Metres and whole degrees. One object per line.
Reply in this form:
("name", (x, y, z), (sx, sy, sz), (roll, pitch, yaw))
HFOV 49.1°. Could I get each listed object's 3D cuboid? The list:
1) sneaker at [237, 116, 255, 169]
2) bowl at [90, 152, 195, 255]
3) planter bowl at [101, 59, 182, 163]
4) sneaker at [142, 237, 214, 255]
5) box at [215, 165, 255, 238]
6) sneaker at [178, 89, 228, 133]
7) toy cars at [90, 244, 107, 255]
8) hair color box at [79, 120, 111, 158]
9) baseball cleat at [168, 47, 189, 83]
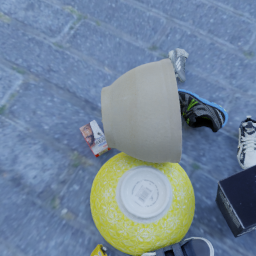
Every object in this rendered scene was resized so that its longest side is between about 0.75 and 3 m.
("sneaker", (3.128, 0.311, 7.218), (0.583, 0.950, 1.460), (4, 51, 27))
("bowl", (0.355, 1.617, 6.627), (2.702, 1.454, 2.702), (0, 69, 0))
("planter bowl", (0.239, -0.285, 6.254), (1.546, 2.297, 2.297), (-7, 69, 3))
("sneaker", (0.893, 2.927, 6.009), (1.910, 0.758, 0.749), (-33, 54, 17))
("box", (3.052, 1.450, 6.115), (1.971, 1.795, 1.026), (-25, 61, 3))
("sneaker", (1.726, -0.467, 7.681), (1.932, 0.685, 0.801), (26, 65, 23))
("toy cars", (-0.703, 3.453, 6.124), (0.392, 0.795, 1.773), (29, 50, -35))
("hair color box", (-0.904, 0.293, 7.770), (0.503, 0.290, 0.907), (-31, 70, -11))
("baseball cleat", (1.627, -1.970, 8.528), (0.617, 0.404, 1.159), (-28, 68, 20))
